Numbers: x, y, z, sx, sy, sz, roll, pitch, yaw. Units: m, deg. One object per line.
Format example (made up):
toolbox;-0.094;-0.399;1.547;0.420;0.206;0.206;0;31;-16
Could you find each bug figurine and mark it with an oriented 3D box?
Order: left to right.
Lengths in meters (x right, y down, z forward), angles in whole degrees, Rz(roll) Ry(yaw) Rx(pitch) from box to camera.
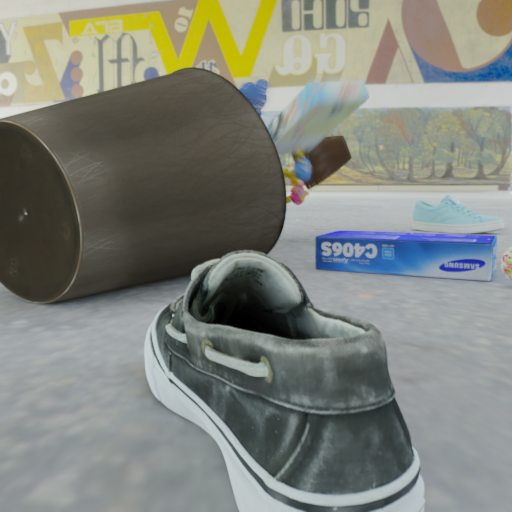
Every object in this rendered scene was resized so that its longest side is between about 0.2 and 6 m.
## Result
bug figurine;0.502;-1.025;11.485;0.583;2.264;1.756;36;-3;11

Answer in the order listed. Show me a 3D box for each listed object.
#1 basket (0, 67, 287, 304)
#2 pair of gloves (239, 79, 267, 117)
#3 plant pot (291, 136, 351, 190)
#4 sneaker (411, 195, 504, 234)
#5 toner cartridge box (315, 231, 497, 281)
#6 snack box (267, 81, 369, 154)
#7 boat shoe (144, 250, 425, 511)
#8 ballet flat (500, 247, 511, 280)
basket;-1.593;-0.899;7.218;2.382;3.158;3.503;-26;-1;36
pair of gloves;-0.663;-1.983;11.859;0.396;2.797;3.480;34;-27;12
plant pot;1.468;-2.174;12.313;1.145;1.070;1.070;-22;2;14
sneaker;5.115;-1.076;14.370;2.336;0.957;0.864;5;10;33
toner cartridge box;2.231;-0.047;8.373;2.472;0.534;1.174;3;10;26
snack box;0.990;-2.555;10.573;1.242;0.397;2.138;-13;-10;-30
boat shoe;0.009;0.451;3.077;0.992;0.976;2.754;-3;8;-22
ballet flat;4.067;0.047;6.993;1.918;0.725;0.613;-2;0;-7
